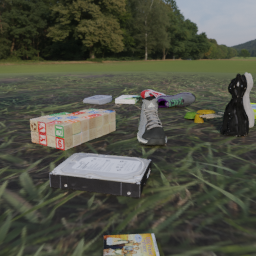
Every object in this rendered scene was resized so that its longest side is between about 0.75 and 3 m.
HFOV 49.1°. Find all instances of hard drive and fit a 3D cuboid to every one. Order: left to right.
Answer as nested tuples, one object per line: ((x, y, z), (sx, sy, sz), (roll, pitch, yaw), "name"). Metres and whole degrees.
((-0.582, 1.043, 6.655), (2.091, 0.396, 1.461), (3, 15, 15), "hard drive")

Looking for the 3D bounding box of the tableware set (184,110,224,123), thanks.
((4.064, -0.540, 12.797), (2.771, 0.425, 1.867), (-8, 14, -24), "tableware set")

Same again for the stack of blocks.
((-1.874, -0.083, 10.091), (1.582, 0.805, 2.747), (10, 17, 32), "stack of blocks")

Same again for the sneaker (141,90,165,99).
((1.338, -2.003, 17.643), (1.990, 0.709, 1.119), (16, 18, 41), "sneaker")

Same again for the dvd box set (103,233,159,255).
((0.036, 1.822, 4.195), (0.811, 0.119, 0.593), (-1, 16, -3), "dvd box set")

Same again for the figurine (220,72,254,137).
((4.374, -1.019, 10.837), (0.992, 2.248, 2.304), (9, 17, 30), "figurine")

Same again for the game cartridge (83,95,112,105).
((-1.787, -1.756, 17.445), (1.243, 0.382, 1.867), (2, 15, 23), "game cartridge")

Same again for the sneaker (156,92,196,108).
((2.559, -1.389, 15.499), (2.285, 0.850, 1.000), (-4, 25, 24), "sneaker")

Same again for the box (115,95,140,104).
((0.013, -1.801, 17.638), (1.244, 0.313, 1.724), (3, 16, 13), "box")

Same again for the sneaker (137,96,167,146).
((0.760, -0.350, 9.819), (0.951, 1.464, 2.536), (-2, 14, -6), "sneaker")

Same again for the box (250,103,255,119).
((6.313, -0.744, 13.202), (1.374, 0.537, 2.253), (-12, 18, -35), "box")
